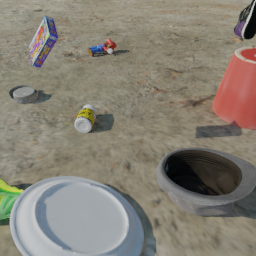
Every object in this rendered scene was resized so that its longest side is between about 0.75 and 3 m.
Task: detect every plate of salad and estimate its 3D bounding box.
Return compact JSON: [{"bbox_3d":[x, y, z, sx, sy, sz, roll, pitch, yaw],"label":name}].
[{"bbox_3d":[-1.058,2.104,6.139,2.896,0.696,2.896,18,25,-8],"label":"plate of salad"}]

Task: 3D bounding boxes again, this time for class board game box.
[{"bbox_3d":[-1.965,-1.973,6.467,0.217,0.971,0.653,9,50,-40],"label":"board game box"}]

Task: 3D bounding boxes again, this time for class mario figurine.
[{"bbox_3d":[-1.382,-4.382,15.832,1.618,0.858,0.999,-20,75,-10],"label":"mario figurine"}]

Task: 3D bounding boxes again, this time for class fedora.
[{"bbox_3d":[1.844,1.424,6.892,2.357,1.064,2.085,12,34,29],"label":"fedora"}]

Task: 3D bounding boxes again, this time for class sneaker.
[{"bbox_3d":[2.874,-2.756,6.530,0.476,1.258,0.551,10,27,-28],"label":"sneaker"},{"bbox_3d":[-2.878,1.886,6.590,2.424,0.898,1.013,16,54,26],"label":"sneaker"}]

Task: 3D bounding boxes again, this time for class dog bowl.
[{"bbox_3d":[-4.274,-1.388,11.576,1.174,0.344,1.174,0,35,0],"label":"dog bowl"}]

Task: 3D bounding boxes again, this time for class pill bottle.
[{"bbox_3d":[-1.465,-0.355,9.867,0.604,0.604,1.058,3,35,4],"label":"pill bottle"}]

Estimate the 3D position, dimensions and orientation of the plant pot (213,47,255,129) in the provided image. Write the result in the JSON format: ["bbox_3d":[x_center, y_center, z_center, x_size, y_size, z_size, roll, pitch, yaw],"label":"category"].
[{"bbox_3d":[4.570,-1.569,10.166,2.571,2.275,2.571,0,34,0],"label":"plant pot"}]
